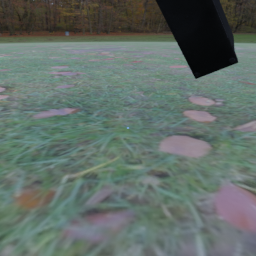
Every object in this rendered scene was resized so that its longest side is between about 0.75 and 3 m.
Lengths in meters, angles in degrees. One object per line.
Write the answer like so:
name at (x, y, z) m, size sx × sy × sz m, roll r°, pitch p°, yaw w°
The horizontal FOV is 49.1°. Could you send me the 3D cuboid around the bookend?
bookend at (1.992, -3.262, 7.822) m, size 1.211 × 2.612 × 2.628 m, roll -19°, pitch 31°, yaw 30°
